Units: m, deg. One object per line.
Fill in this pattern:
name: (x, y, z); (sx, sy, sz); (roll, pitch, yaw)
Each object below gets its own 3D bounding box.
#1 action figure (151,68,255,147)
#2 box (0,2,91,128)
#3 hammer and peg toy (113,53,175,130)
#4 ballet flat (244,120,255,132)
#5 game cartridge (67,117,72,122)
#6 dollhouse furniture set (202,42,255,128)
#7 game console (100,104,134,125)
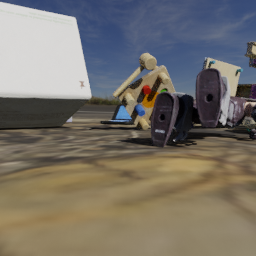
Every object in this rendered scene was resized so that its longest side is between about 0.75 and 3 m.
action figure: (1.257, -0.199, 4.129); (1.562, 0.833, 2.401); (-7, -4, 34)
box: (-2.401, -1.333, 6.612); (2.236, 2.247, 1.925); (-2, -18, -35)
hammer and peg toy: (0.348, -0.769, 5.881); (1.194, 1.623, 0.572); (-32, 43, 2)
ballet flat: (2.846, -0.259, 5.775); (0.705, 0.652, 2.092); (6, 6, 30)
game cartridge: (-3.018, -0.287, 9.024); (1.352, 0.400, 2.086); (9, 9, 44)
dollhouse furniture set: (2.407, -1.237, 7.473); (2.437, 2.301, 1.590); (7, 5, -23)
game console: (-0.187, -0.460, 9.137); (1.138, 0.663, 1.001); (2, 4, 36)
